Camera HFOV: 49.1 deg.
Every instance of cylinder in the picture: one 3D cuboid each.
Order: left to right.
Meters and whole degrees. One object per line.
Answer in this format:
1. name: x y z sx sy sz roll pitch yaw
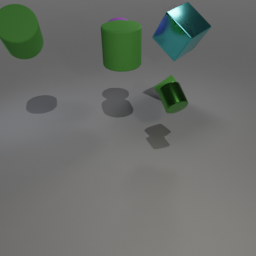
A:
1. cylinder: -3.776 -3.323 9.819 1.400 1.400 1.400 -6 -8 -10
2. cylinder: -0.219 -2.913 9.895 1.400 1.400 1.400 -1 36 0
3. cylinder: 1.328 -0.890 8.282 0.700 0.700 0.700 -12 68 -19

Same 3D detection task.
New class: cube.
1. cube: 1.367 -1.160 9.132 0.700 0.700 0.700 -33 72 9
2. cube: 2.104 -3.821 11.146 1.400 1.400 1.400 -37 83 -30

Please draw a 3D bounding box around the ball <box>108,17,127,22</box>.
1. ball: -0.352 -3.689 11.236 1.400 1.400 1.400 0 31 0
